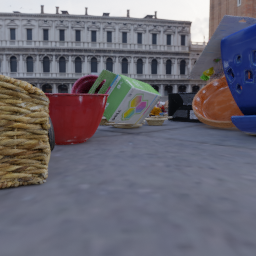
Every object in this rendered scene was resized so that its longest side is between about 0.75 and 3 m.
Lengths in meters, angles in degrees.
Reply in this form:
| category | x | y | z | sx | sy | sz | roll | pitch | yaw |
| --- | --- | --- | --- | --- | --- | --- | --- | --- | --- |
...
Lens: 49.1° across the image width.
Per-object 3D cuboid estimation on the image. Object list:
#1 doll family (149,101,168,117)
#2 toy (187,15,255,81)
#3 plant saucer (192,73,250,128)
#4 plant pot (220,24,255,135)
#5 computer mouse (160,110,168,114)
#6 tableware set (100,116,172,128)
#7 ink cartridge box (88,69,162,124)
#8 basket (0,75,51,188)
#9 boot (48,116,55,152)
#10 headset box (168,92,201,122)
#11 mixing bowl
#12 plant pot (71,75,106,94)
| category | x | y | z | sx | sy | sz | roll | pitch | yaw |
| --- | --- | --- | --- | --- | --- | --- | --- | --- | --- |
| doll family | 0.764 | -0.835 | 11.893 | 2.693 | 1.214 | 1.672 | 17 | -3 | -3 |
| toy | 2.192 | -1.928 | 6.693 | 1.066 | 0.437 | 1.851 | -3 | -36 | -20 |
| plant saucer | 3.068 | -0.806 | 7.847 | 2.484 | 0.401 | 2.484 | -20 | 32 | 13 |
| plant pot | 3.495 | -0.931 | 5.517 | 2.391 | 2.149 | 2.391 | -2 | 1 | -21 |
| computer mouse | 2.064 | -0.721 | 13.246 | 1.775 | 0.389 | 0.973 | 9 | 14 | 28 |
| tableware set | 0.069 | -0.231 | 8.632 | 2.289 | 0.266 | 1.912 | -5 | 8 | -44 |
| ink cartridge box | -0.082 | -0.673 | 6.786 | 0.572 | 1.001 | 1.929 | 47 | 22 | 27 |
| basket | -1.553 | -0.024 | 2.549 | 1.457 | 1.040 | 1.086 | -3 | 7 | -30 |
| boot | -1.947 | 0.178 | 3.554 | 1.747 | 0.605 | 1.521 | 0 | 9 | 41 |
| headset box | 3.042 | -0.814 | 10.496 | 2.052 | 1.065 | 2.757 | 4 | 9 | 37 |
| mixing bowl | -1.135 | -0.184 | 5.054 | 1.607 | 0.870 | 1.607 | -1 | 6 | 0 |
| plant pot | -1.673 | -1.440 | 13.876 | 1.952 | 1.952 | 1.747 | 0 | -10 | 4 |
